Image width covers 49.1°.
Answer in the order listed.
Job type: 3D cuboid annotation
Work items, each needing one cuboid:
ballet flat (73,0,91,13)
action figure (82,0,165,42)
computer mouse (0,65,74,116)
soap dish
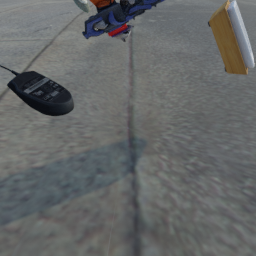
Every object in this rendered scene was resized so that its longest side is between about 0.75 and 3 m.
[{"bbox_3d":[-1.839,-4.786,10.138,1.339,0.426,0.451,44,50,-5],"label":"ballet flat"},{"bbox_3d":[-0.298,-3.746,8.018,2.566,2.482,1.342,-17,36,2],"label":"action figure"},{"bbox_3d":[-1.436,-0.597,3.359,1.756,0.299,0.515,30,37,6],"label":"computer mouse"},{"bbox_3d":[2.628,-2.275,7.104,0.684,1.685,1.326,-16,23,29],"label":"soap dish"}]
